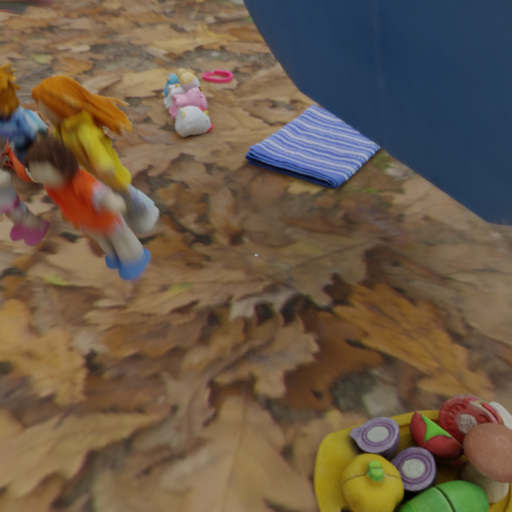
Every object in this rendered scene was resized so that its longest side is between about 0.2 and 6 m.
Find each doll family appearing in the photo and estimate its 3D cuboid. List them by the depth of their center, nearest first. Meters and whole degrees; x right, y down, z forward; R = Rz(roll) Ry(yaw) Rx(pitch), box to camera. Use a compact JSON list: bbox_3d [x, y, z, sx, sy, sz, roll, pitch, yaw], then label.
[{"bbox_3d":[-1.372,-0.670,3.744,1.907,1.184,0.859,12,55,35],"label":"doll family"}]

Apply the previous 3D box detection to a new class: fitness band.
[{"bbox_3d":[-0.949,-4.420,13.819,0.769,0.144,0.552,12,40,17],"label":"fitness band"}]

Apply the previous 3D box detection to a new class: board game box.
[{"bbox_3d":[1.673,-2.699,6.193,1.057,4.291,5.431,-44,62,-7],"label":"board game box"}]

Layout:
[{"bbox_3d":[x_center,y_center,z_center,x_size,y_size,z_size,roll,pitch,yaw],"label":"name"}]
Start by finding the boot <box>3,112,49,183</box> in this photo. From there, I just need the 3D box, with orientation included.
[{"bbox_3d":[-4.333,-1.821,10.044,1.189,0.832,2.217,-18,36,-11],"label":"boot"}]

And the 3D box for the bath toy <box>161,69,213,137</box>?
[{"bbox_3d":[-1.395,-3.199,11.773,0.766,0.901,2.072,8,37,-27],"label":"bath toy"}]

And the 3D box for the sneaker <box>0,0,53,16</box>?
[{"bbox_3d":[-2.304,-2.954,5.597,2.289,0.939,0.803,18,82,47],"label":"sneaker"}]

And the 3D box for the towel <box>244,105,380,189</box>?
[{"bbox_3d":[1.282,-2.199,10.817,1.979,0.326,2.734,22,43,25],"label":"towel"}]

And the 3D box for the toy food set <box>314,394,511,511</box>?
[{"bbox_3d":[1.760,1.854,5.197,2.453,0.801,1.443,-10,39,-12],"label":"toy food set"}]
